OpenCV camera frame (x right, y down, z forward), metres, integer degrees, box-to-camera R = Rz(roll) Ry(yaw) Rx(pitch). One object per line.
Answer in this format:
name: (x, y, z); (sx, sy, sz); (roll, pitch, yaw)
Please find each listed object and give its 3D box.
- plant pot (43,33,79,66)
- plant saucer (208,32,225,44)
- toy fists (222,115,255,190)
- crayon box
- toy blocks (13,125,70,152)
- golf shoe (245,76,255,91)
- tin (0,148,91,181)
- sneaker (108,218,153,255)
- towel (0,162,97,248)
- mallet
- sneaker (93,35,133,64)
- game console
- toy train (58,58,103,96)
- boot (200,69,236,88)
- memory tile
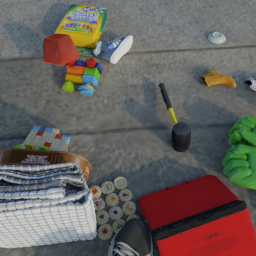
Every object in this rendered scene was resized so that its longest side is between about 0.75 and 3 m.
plant pot: (-2.511, -2.924, 10.235); (0.984, 0.868, 0.985); (19, 40, 31)
plant saucer: (3.990, -4.096, 12.568); (0.789, 0.198, 0.789); (0, 53, 0)
toy fists: (3.719, 0.668, 8.645); (1.305, 0.880, 2.559); (18, 57, 13)
crayon box: (-2.085, -4.434, 12.499); (1.714, 0.703, 2.727); (9, 55, 6)
toy blocks: (-2.542, 0.484, 8.916); (1.690, 0.845, 1.155); (10, 43, 6)
golf shoe: (4.872, -1.516, 10.571); (0.494, 0.389, 1.073); (-20, 47, -9)
tin: (-2.382, 1.155, 7.944); (2.600, 1.456, 0.544); (3, 61, 3)
sneaker: (-0.106, 3.269, 6.159); (1.121, 1.726, 2.989); (17, 56, 9)
towel: (-2.273, 1.851, 6.786); (2.987, 2.473, 1.278); (-6, 53, -3)
mallet: (1.476, -0.621, 9.486); (0.602, 0.963, 2.923); (-11, 56, -2)
sneaker: (-0.697, -3.518, 11.824); (1.254, 0.690, 1.713); (29, 64, 15)
game console: (1.820, 2.665, 7.558); (2.547, 1.512, 2.195); (-16, 86, -10)
toy train: (-2.209, -1.975, 10.680); (2.267, 0.959, 1.311); (9, 71, 12)
boot: (3.433, -1.771, 10.769); (0.862, 0.424, 1.205); (-29, 55, -13)
memory tile: (-0.408, 2.221, 7.950); (1.241, 0.136, 1.619); (-15, 55, -11)
